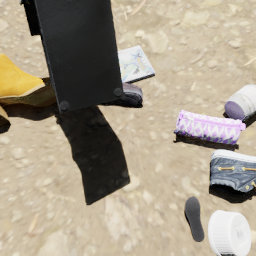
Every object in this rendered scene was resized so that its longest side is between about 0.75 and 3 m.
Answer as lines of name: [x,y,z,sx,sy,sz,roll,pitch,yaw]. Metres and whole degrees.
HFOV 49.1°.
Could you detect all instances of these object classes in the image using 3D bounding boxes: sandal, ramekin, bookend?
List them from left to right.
bookend: [-1.426,-2.051,5.850,1.305,2.816,2.834,-17,21,-23]
sandal: [1.570,2.147,6.658,0.382,0.229,1.018,-8,74,2]
ramekin: [1.736,1.794,4.724,0.779,0.380,0.779,13,68,-37]

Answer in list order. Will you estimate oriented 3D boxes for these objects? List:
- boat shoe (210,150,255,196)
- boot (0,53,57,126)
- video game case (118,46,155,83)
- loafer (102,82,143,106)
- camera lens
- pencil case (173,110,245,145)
boat shoe: [3.099,1.245,6.893,2.144,0.759,0.973,9,60,14]
boot: [-3.215,-1.491,8.242,2.942,1.035,2.106,-28,68,-9]
video game case: [0.072,-2.068,9.132,1.217,0.147,1.335,-19,61,-11]
loafer: [-0.505,-1.109,8.365,1.936,0.696,0.610,10,42,-1]
camera lens: [3.346,-0.716,7.971,0.978,0.782,0.782,-34,65,-19]
pencil case: [2.154,-0.048,7.606,1.760,0.752,0.738,10,56,4]
